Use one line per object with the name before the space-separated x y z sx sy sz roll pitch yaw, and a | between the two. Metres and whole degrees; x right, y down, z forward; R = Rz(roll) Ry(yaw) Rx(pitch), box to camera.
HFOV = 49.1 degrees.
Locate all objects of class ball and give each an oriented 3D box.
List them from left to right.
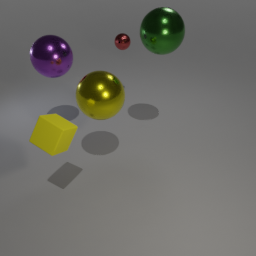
ball | -2.542 -2.383 9.367 1.400 1.400 1.400 0 32 0
ball | -0.780 -0.921 7.957 1.400 1.400 1.400 0 32 0
ball | -0.235 -3.704 12.026 0.700 0.700 0.700 0 32 0
ball | 1.059 -2.984 8.668 1.400 1.400 1.400 0 32 0

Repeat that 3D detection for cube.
cube | -1.752 0.140 6.634 0.700 0.700 0.700 30 14 12
